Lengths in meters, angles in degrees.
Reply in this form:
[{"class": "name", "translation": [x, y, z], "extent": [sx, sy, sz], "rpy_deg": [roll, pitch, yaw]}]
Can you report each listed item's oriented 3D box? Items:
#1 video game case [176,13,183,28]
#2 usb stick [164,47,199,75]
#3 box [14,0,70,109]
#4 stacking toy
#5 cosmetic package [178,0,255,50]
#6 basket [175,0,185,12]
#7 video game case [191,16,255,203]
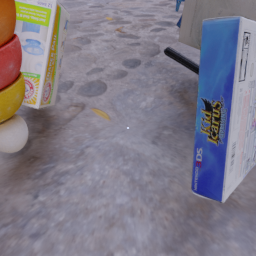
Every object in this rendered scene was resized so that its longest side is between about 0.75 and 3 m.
[{"class": "video game case", "translation": [2.717, -4.195, 8.730], "extent": [0.504, 2.217, 2.010], "rpy_deg": [46, 52, 10]}, {"class": "usb stick", "translation": [1.390, -1.494, 6.501], "extent": [1.286, 0.210, 0.356], "rpy_deg": [37, 8, 18]}, {"class": "box", "translation": [-2.137, -1.608, 6.049], "extent": [1.241, 2.206, 1.118], "rpy_deg": [13, 9, 0]}, {"class": "stacking toy", "translation": [-2.270, -0.750, 4.358], "extent": [2.067, 2.829, 2.067], "rpy_deg": [-11, 32, 7]}, {"class": "cosmetic package", "translation": [2.705, -2.983, 6.734], "extent": [2.360, 2.353, 1.451], "rpy_deg": [30, 53, 25]}, {"class": "basket", "translation": [1.906, -4.927, 10.096], "extent": [0.760, 0.964, 1.093], "rpy_deg": [13, 72, -3]}, {"class": "video game case", "translation": [1.858, -0.400, 4.706], "extent": [0.578, 2.545, 2.307], "rpy_deg": [12, 19, 37]}]
